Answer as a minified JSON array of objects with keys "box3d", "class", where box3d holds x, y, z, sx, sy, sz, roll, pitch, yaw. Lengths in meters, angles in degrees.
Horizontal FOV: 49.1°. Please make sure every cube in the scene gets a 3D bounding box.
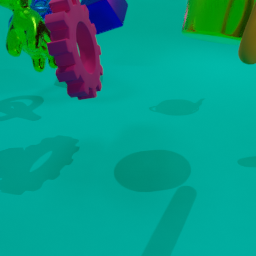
[{"box3d":[-0.813,-4.091,9.497,1.134,1.134,1.134,-7,57,29],"class":"cube"}]

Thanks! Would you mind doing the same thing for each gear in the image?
[{"box3d":[-0.955,-1.508,5.400,0.348,1.881,1.881,-7,29,13],"class":"gear"}]

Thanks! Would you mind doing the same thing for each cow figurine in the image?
[{"box3d":[-1.824,-1.971,5.224,0.821,1.472,1.496,-9,-18,18],"class":"cow figurine"}]

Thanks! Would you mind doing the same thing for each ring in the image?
[{"box3d":[1.960,-1.705,3.759,0.349,1.743,1.743,24,37,17],"class":"ring"}]

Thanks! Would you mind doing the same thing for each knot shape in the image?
[{"box3d":[-2.084,-3.016,7.363,1.814,0.896,1.939,7,49,34],"class":"knot shape"}]

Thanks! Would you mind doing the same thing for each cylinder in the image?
[{"box3d":[1.689,-2.213,4.983,1.246,1.246,1.246,9,14,-2],"class":"cylinder"}]
